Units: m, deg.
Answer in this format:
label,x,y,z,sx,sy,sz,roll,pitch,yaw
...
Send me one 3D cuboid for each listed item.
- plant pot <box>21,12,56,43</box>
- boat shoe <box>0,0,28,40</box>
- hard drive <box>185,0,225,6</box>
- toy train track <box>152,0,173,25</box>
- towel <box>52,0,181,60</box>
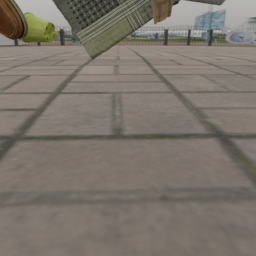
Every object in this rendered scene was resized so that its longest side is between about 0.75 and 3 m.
label,x,y,z,sx,sy,sz,roll,pitch,yaw
plant pot,-2.765,-3.035,8.682,0.857,0.933,0.933,16,23,15
boat shoe,-2.770,-2.360,5.050,2.071,0.745,0.704,44,36,-3
hard drive,0.599,-1.940,2.391,2.224,1.552,0.366,-20,54,-44
toy train track,0.898,-2.198,3.449,2.556,1.466,0.416,-34,49,-19
towel,-0.300,-2.165,4.321,1.714,1.650,0.296,-31,1,6
